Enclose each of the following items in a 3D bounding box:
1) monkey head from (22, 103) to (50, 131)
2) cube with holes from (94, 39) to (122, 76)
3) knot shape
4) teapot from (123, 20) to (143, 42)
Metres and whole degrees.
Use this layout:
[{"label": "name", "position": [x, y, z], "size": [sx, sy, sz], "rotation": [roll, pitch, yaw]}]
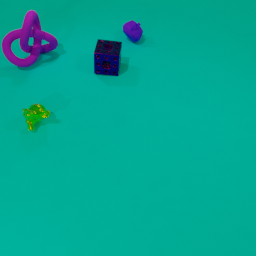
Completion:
[{"label": "monkey head", "position": [-2.594, -0.314, 7.914], "size": [0.631, 0.753, 1.047], "rotation": [-13, 13, -38]}, {"label": "cube with holes", "position": [-0.682, -2.401, 9.573], "size": [0.837, 0.837, 0.837], "rotation": [7, 48, 0]}, {"label": "knot shape", "position": [-3.269, -2.998, 9.755], "size": [0.872, 1.887, 1.766], "rotation": [41, 19, 22]}, {"label": "teapot", "position": [0.233, -3.782, 10.827], "size": [0.839, 1.349, 0.661], "rotation": [43, 93, -1]}]
